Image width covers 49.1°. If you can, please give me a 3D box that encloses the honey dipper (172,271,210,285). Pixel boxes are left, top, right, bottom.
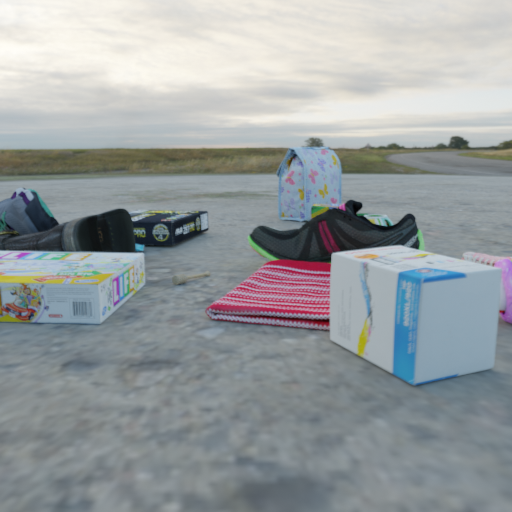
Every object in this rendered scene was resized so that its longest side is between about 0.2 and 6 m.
[{"bbox_3d":[-1.018,0.338,9.073,0.156,0.156,0.821,8,11,36],"label":"honey dipper"}]

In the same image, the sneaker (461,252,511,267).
[{"bbox_3d":[3.565,0.228,8.668,0.702,0.506,1.343,4,5,7],"label":"sneaker"}]

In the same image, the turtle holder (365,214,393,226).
[{"bbox_3d":[2.225,-0.380,11.007,1.161,0.824,0.882,-4,12,-22],"label":"turtle holder"}]

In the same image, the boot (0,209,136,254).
[{"bbox_3d":[-3.680,-0.234,10.072,2.446,0.973,2.810,-7,0,13],"label":"boot"}]

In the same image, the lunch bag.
[{"bbox_3d":[1.618,-2.209,17.041,1.381,2.172,1.842,11,16,44],"label":"lunch bag"}]

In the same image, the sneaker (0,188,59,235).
[{"bbox_3d":[-4.986,-0.504,11.533,1.543,1.312,3.525,-35,21,-19],"label":"sneaker"}]

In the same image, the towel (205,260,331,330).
[{"bbox_3d":[0.681,0.471,7.930,2.001,0.311,2.767,2,11,16],"label":"towel"}]

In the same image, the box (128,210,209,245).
[{"bbox_3d":[-2.421,-0.697,13.299,1.970,0.600,2.445,0,11,14],"label":"box"}]

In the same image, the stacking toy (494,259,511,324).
[{"bbox_3d":[3.282,0.366,6.727,2.254,1.237,1.308,-9,-9,10],"label":"stacking toy"}]

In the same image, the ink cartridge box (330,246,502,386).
[{"bbox_3d":[1.541,0.519,5.694,1.033,1.015,1.404,-5,12,-26],"label":"ink cartridge box"}]

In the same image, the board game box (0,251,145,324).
[{"bbox_3d":[-3.315,0.370,7.798,3.053,0.523,2.052,1,11,4],"label":"board game box"}]

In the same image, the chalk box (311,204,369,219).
[{"bbox_3d":[1.966,-0.786,13.140,1.334,0.833,0.827,1,11,10],"label":"chalk box"}]

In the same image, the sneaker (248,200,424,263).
[{"bbox_3d":[1.351,-0.356,9.689,2.998,1.256,1.151,2,10,11],"label":"sneaker"}]

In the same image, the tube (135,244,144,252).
[{"bbox_3d":[-2.975,-0.177,11.442,1.337,0.337,0.518,2,18,-8],"label":"tube"}]
